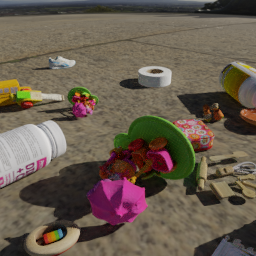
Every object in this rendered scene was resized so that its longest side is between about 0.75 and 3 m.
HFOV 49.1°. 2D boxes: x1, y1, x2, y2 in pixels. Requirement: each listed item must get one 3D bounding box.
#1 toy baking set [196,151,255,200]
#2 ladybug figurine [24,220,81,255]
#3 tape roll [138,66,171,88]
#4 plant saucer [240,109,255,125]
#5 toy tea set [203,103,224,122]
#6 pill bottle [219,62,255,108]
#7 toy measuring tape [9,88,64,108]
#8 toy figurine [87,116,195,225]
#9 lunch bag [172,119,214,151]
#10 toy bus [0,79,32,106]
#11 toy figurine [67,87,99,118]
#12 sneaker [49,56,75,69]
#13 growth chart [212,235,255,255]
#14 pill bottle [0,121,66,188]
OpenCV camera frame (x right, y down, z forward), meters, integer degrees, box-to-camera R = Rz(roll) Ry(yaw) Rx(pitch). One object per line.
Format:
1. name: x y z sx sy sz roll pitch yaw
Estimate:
1. toy baking set: 3.015 1.391 8.426 1.893 0.287 2.467 8 30 9
2. ladybug figurine: -1.636 2.482 6.189 1.230 0.442 0.835 -11 30 -19
3. tape roll: 1.515 -2.910 15.842 1.878 0.657 1.878 0 28 0
4. plant saucer: 5.408 -0.404 11.381 1.621 0.262 1.621 2 24 -1
5. toy tea set: 3.641 -0.625 12.055 0.776 0.483 1.305 -23 26 20
6. pill bottle: 5.597 -1.980 13.154 1.605 1.605 2.938 -4 29 -8
7. toy measuring tape: -4.270 -1.352 13.048 2.478 0.912 0.912 -1 24 -38
8. toy figurine: -0.109 1.260 7.350 2.870 2.154 2.641 -3 29 45
9. lunch bag: 2.216 0.231 10.115 1.352 0.629 1.535 -6 29 -10
10. toy bus: -5.865 -1.594 13.035 2.633 1.031 0.857 -14 32 -24
11. toy figurine: -1.938 -0.940 12.270 1.440 1.081 1.325 16 37 -24
12. sneaker: -4.321 -4.333 18.408 1.752 0.708 0.670 -13 30 -24
13. growth chart: 2.453 2.889 5.780 1.064 0.130 1.470 -22 35 -36
14. pill bottle: -3.234 0.732 8.361 1.433 1.433 2.527 25 37 38
